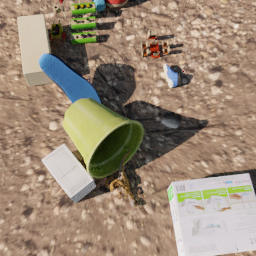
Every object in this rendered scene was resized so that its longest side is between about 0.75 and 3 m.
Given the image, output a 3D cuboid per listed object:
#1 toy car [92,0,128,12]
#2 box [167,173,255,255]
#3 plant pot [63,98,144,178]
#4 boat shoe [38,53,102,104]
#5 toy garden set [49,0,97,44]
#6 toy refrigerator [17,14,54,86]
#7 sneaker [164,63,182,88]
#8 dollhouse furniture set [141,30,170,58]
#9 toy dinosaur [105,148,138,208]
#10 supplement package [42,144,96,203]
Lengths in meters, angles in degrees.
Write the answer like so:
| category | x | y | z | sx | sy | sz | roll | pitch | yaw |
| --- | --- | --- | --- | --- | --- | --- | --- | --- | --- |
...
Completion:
| category | x | y | z | sx | sy | sz | roll | pitch | yaw |
| --- | --- | --- | --- | --- | --- | --- | --- | --- | --- |
| toy car | -0.770 | -6.612 | 11.814 | 2.171 | 2.355 | 2.083 | -26 | 68 | -11 |
| box | 2.550 | 2.582 | 8.233 | 2.371 | 1.146 | 2.092 | -7 | 65 | -3 |
| plant pot | -0.968 | 0.125 | 9.021 | 2.193 | 2.193 | 2.016 | -39 | 59 | -16 |
| boat shoe | -1.873 | -1.637 | 9.914 | 1.144 | 0.933 | 2.718 | -36 | 108 | 7 |
| toy garden set | -2.316 | -4.683 | 11.570 | 1.951 | 0.467 | 2.340 | -3 | 84 | 5 |
| toy refrigerator | -3.577 | -3.041 | 10.965 | 1.045 | 0.963 | 2.752 | -11 | 67 | -10 |
| sneaker | 1.753 | -2.069 | 10.790 | 0.571 | 0.394 | 1.027 | -15 | 70 | -1 |
| dollhouse furniture set | 1.065 | -3.377 | 11.419 | 1.106 | 0.570 | 1.094 | -6 | 77 | -2 |
| toy dinosaur | -0.204 | 1.676 | 9.080 | 1.002 | 0.570 | 1.887 | -5 | 73 | -29 |
| supplement package | -1.854 | 1.453 | 8.912 | 0.899 | 0.865 | 1.580 | -37 | 70 | -15 |
